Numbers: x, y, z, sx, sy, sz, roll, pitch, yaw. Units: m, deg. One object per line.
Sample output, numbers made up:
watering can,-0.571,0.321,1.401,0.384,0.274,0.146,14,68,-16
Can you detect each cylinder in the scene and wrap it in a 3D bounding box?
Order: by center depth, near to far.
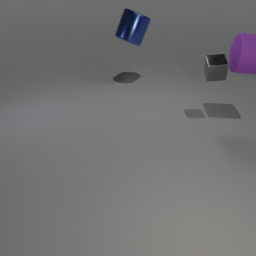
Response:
cylinder,4.563,-2.652,10.111,1.400,1.400,1.400,5,30,2
cylinder,0.231,-5.009,13.951,1.400,1.400,1.400,20,20,-8

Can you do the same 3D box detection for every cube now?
cube,3.206,-2.202,10.247,0.700,0.700,0.700,-4,48,6
